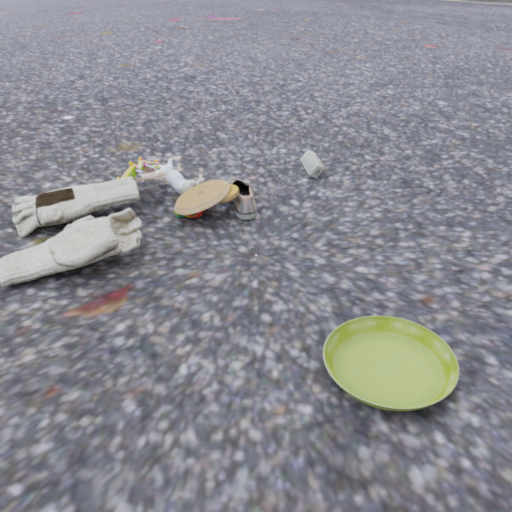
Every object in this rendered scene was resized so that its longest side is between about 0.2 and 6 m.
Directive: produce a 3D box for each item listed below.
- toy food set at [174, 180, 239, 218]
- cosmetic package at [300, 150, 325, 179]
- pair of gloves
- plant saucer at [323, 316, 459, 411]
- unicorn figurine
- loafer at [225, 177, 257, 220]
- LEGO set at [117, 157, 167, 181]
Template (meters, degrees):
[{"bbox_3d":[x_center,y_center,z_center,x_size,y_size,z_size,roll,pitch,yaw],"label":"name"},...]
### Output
[{"bbox_3d":[-1.200,-1.296,12.761,1.436,0.349,1.422,-40,33,-26],"label":"toy food set"},{"bbox_3d":[1.479,-2.403,14.680,0.311,0.369,0.713,18,36,-37],"label":"cosmetic package"},{"bbox_3d":[-3.847,-0.721,11.737,2.872,0.592,3.378,-14,35,-4],"label":"pair of gloves"},{"bbox_3d":[2.051,1.683,8.673,2.039,0.317,2.039,-1,33,0],"label":"plant saucer"},{"bbox_3d":[-2.028,-1.906,13.636,1.636,0.604,1.124,28,45,14],"label":"unicorn figurine"},{"bbox_3d":[-0.355,-1.541,13.358,0.685,0.599,1.905,-8,34,-11],"label":"loafer"},{"bbox_3d":[-2.746,-1.948,13.763,1.743,0.802,0.649,-27,35,-37],"label":"LEGO set"}]
